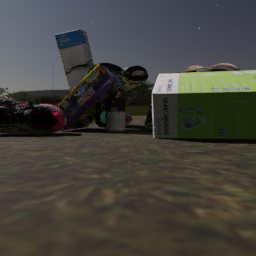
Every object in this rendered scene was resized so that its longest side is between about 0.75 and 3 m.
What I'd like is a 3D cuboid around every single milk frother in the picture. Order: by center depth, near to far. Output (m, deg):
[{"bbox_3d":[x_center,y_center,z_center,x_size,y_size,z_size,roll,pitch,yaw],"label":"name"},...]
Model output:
[{"bbox_3d":[-0.471,-0.500,10.001,1.127,1.174,1.248,3,4,28],"label":"milk frother"}]

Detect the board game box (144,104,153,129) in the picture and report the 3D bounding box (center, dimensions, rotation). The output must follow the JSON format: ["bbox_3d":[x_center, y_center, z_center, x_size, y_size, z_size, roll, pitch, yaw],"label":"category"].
[{"bbox_3d":[1.862,-0.406,10.369,2.327,0.376,1.397,-1,-32,-7],"label":"board game box"}]

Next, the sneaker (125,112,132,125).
[{"bbox_3d":[-0.293,-0.503,14.362,0.763,0.704,1.730,-5,6,-38],"label":"sneaker"}]

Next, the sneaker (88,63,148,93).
[{"bbox_3d":[-0.608,-2.039,12.601,2.803,1.058,1.613,-3,-21,-27],"label":"sneaker"}]

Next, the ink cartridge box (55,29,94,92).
[{"bbox_3d":[-2.437,-3.249,13.950,1.233,2.928,2.117,-12,16,4],"label":"ink cartridge box"}]

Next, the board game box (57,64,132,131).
[{"bbox_3d":[-1.316,-1.045,10.312,2.653,0.752,2.193,-42,-9,16],"label":"board game box"}]

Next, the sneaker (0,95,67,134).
[{"bbox_3d":[-3.255,-0.376,8.125,2.893,1.166,1.080,0,5,-16],"label":"sneaker"}]

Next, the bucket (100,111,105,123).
[{"bbox_3d":[-1.292,-0.629,15.791,1.227,0.798,1.227,0,4,0],"label":"bucket"}]

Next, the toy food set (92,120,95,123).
[{"bbox_3d":[-2.599,-0.496,16.859,1.628,0.532,0.958,3,-20,14],"label":"toy food set"}]

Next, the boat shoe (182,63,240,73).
[{"bbox_3d":[3.087,-1.897,10.962,1.003,1.020,2.737,-26,20,-27],"label":"boat shoe"}]

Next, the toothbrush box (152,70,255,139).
[{"bbox_3d":[2.180,-0.684,7.400,2.905,1.250,2.115,1,24,10],"label":"toothbrush box"}]
